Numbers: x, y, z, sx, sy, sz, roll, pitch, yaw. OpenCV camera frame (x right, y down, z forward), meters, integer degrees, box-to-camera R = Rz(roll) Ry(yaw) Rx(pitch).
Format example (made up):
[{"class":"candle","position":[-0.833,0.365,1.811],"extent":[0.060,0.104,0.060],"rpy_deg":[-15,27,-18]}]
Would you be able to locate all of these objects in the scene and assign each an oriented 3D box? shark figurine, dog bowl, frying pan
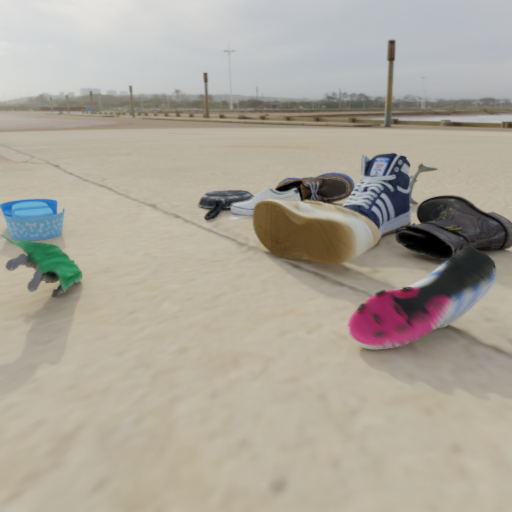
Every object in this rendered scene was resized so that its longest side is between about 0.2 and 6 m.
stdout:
[{"class":"shark figurine","position":[4.136,-1.699,14.781],"extent":[0.641,1.537,0.918],"rpy_deg":[36,-19,-6]},{"class":"dog bowl","position":[-4.755,-0.785,11.928],"extent":[1.189,0.529,2.134],"rpy_deg":[-8,17,-26]},{"class":"frying pan","position":[-1.041,-1.364,14.299],"extent":[1.587,0.427,2.624],"rpy_deg":[7,15,33]}]

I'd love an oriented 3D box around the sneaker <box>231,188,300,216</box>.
[{"class":"sneaker","position":[0.228,-1.342,13.598],"extent":[1.727,0.611,0.631],"rpy_deg":[-4,14,6]}]

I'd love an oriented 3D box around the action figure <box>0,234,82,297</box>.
[{"class":"action figure","position":[-2.964,0.186,8.128],"extent":[0.514,1.111,1.881],"rpy_deg":[-43,0,-1]}]

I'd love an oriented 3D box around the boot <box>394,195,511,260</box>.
[{"class":"boot","position":[3.409,-0.548,10.546],"extent":[2.110,0.839,2.424],"rpy_deg":[-9,21,-31]}]

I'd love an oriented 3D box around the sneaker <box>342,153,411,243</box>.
[{"class":"sneaker","position":[2.255,-1.189,11.273],"extent":[1.045,1.618,2.983],"rpy_deg":[10,19,37]}]

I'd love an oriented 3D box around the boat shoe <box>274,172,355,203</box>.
[{"class":"boat shoe","position":[1.508,-1.723,14.918],"extent":[2.238,0.808,0.810],"rpy_deg":[-1,18,35]}]

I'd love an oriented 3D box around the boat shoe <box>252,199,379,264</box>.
[{"class":"boat shoe","position":[0.981,-0.458,9.864],"extent":[0.963,1.026,2.784],"rpy_deg":[-11,20,-33]}]

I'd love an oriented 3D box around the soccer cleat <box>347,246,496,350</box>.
[{"class":"soccer cleat","position":[2.045,0.679,6.790],"extent":[2.073,0.895,0.724],"rpy_deg":[-26,50,-13]}]
